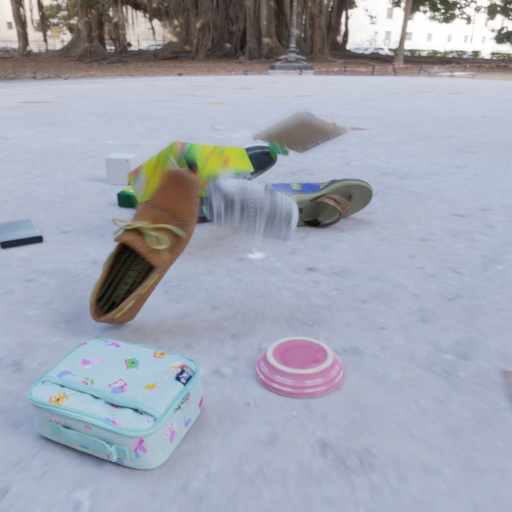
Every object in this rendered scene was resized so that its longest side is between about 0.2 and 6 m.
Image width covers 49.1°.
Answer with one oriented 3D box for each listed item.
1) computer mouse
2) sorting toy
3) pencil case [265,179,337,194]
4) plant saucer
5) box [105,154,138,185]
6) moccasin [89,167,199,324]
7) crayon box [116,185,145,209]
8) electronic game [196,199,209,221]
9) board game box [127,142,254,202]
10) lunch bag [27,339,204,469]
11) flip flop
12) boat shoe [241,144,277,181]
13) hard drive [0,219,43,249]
[{"bbox_3d":[-0.392,-0.817,8.543,2.105,1.154,0.462,15,25,-1],"label":"computer mouse"},{"bbox_3d":[0.786,-2.778,12.993,1.705,0.340,2.307,4,-12,-38],"label":"sorting toy"},{"bbox_3d":[1.116,-1.384,13.200,2.015,0.786,0.875,-6,45,-15],"label":"pencil case"},{"bbox_3d":[0.561,1.389,7.275,1.146,0.291,1.146,0,22,0],"label":"plant saucer"},{"bbox_3d":[-3.752,-2.434,15.745,0.785,0.781,0.513,5,23,12],"label":"box"},{"bbox_3d":[-1.619,-0.144,7.958,0.903,2.468,0.953,37,5,7],"label":"moccasin"},{"bbox_3d":[-2.697,-1.548,14.142,1.126,0.381,1.306,6,23,13],"label":"crayon box"},{"bbox_3d":[-1.438,-1.621,13.389,2.404,0.500,2.404,7,40,-6],"label":"electronic game"},{"bbox_3d":[-1.284,-1.734,11.674,1.323,0.620,2.605,-26,-5,29],"label":"board game box"},{"bbox_3d":[-1.530,1.599,6.268,1.755,0.676,1.407,9,24,20],"label":"lunch bag"},{"bbox_3d":[1.458,-1.023,12.274,2.566,1.041,0.739,-11,42,-22],"label":"flip flop"},{"bbox_3d":[-0.609,-2.199,14.812,2.623,0.992,0.791,-22,30,-2],"label":"boat shoe"},{"bbox_3d":[-5.041,-0.478,11.843,0.816,0.192,1.170,-13,26,-27],"label":"hard drive"}]
